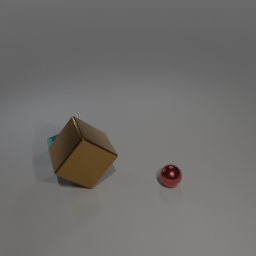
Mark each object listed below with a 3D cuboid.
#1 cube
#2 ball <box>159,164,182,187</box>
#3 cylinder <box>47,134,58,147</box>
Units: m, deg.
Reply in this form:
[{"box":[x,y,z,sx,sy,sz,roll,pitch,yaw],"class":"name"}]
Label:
[{"box":[-1.426,0.752,8.712,1.400,1.400,1.400,31,14,-35],"class":"cube"},{"box":[1.334,1.484,8.743,0.700,0.700,0.700,0,32,0],"class":"ball"},{"box":[-2.464,0.555,10.192,0.700,0.700,0.700,-26,41,-34],"class":"cylinder"}]
